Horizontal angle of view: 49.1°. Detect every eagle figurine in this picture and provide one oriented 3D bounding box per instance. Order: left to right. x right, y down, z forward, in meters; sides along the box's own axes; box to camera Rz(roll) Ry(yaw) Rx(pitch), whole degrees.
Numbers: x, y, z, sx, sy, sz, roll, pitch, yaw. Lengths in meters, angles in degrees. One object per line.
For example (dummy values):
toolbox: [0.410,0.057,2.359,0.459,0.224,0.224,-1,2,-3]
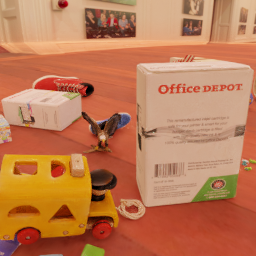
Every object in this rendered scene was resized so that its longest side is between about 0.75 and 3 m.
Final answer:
eagle figurine: [-0.768,0.082,8.312,1.054,1.388,1.048,-18,27,-38]

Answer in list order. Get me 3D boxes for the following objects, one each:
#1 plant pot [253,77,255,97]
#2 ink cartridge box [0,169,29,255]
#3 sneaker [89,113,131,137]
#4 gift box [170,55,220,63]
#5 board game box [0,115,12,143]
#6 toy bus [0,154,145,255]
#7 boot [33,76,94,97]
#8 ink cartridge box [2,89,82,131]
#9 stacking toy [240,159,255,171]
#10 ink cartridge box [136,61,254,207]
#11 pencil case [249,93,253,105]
plant pot: [7.594,-2.324,13.055,1.926,2.869,2.869,21,21,-7]
ink cartridge box: [-2.708,1.605,5.754,2.085,0.496,2.109,9,21,17]
sneaker: [-0.494,-0.088,9.741,1.585,0.608,0.882,-14,19,-22]
gift box: [3.301,-2.555,13.902,2.173,2.148,2.328,-10,18,-27]
board game box: [-4.408,0.038,9.467,0.614,0.603,1.171,-14,26,-31]
toy bus: [-1.075,1.138,5.115,2.428,1.330,2.573,24,30,20]
boot: [-3.197,-2.009,14.150,2.789,1.010,2.012,-13,26,-37]
ink cartridge box: [-3.279,-0.763,10.891,2.431,1.021,1.760,7,23,16]
stacking toy: [3.138,0.924,7.838,0.771,0.181,0.581,16,27,33]
ink cartridge box: [1.299,0.075,6.179,2.174,2.966,1.232,-3,22,-7]
pencil case: [4.548,-1.243,12.384,2.023,0.790,0.879,-11,46,-25]
